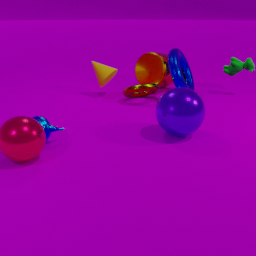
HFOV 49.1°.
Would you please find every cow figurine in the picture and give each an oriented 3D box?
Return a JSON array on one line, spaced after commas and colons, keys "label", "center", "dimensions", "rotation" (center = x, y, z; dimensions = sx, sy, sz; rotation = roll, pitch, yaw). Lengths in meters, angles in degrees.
[{"label": "cow figurine", "center": [4.348, -2.346, 10.903], "dimensions": [0.966, 0.982, 0.539], "rotation": [27, 49, -8]}]

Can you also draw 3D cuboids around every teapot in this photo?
[{"label": "teapot", "center": [-2.201, 0.043, 7.138], "dimensions": [1.111, 0.691, 0.544], "rotation": [-2, -3, 14]}]

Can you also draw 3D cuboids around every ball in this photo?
[{"label": "ball", "center": [-2.351, 0.237, 6.210], "dimensions": [1.017, 1.017, 1.017], "rotation": [0, 23, 0]}, {"label": "ball", "center": [1.374, -0.427, 7.392], "dimensions": [1.292, 1.292, 1.292], "rotation": [0, 23, 0]}]

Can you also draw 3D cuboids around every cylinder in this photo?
[{"label": "cylinder", "center": [1.211, -2.376, 11.545], "dimensions": [1.399, 1.399, 1.399], "rotation": [15, 18, 31]}]

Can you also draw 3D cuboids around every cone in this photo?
[{"label": "cone", "center": [-1.070, -2.239, 10.771], "dimensions": [0.958, 0.955, 0.955], "rotation": [45, 32, 0]}]

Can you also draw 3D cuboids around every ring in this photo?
[{"label": "ring", "center": [0.486, -1.370, 10.262], "dimensions": [1.384, 0.277, 1.384], "rotation": [-8, -3, 0]}, {"label": "ring", "center": [2.025, -2.053, 10.540], "dimensions": [0.391, 1.957, 1.957], "rotation": [-17, 15, 27]}]
